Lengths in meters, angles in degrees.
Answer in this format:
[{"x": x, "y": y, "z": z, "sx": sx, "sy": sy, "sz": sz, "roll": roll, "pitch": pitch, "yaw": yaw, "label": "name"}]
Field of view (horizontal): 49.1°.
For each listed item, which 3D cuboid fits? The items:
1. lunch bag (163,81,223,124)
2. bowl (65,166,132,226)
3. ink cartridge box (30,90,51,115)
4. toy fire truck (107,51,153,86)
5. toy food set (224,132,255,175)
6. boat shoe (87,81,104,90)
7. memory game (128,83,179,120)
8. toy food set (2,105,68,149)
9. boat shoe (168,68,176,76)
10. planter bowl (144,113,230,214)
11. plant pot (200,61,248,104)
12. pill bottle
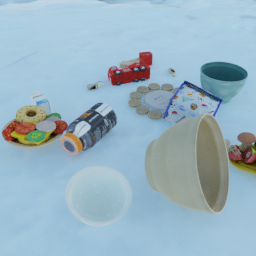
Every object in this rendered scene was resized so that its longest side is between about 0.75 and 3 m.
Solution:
[{"x": 2.677, "y": -0.934, "z": 11.095, "sx": 1.813, "sy": 1.321, "sz": 2.133, "roll": 30, "pitch": 42, "yaw": 13, "label": "lunch bag"}, {"x": -0.820, "y": 1.990, "z": 7.739, "sx": 1.797, "sy": 0.808, "sz": 1.797, "roll": 5, "pitch": 44, "yaw": -5, "label": "bowl"}, {"x": -3.620, "y": -0.939, "z": 11.637, "sx": 0.485, "sy": 0.833, "sz": 1.152, "roll": -20, "pitch": 42, "yaw": -24, "label": "ink cartridge box"}, {"x": 0.187, "y": -3.148, "z": 14.618, "sx": 2.893, "sy": 0.705, "sz": 2.040, "roll": -13, "pitch": 39, "yaw": -15, "label": "toy fire truck"}, {"x": 4.125, "y": 0.733, "z": 9.145, "sx": 2.493, "sy": 0.814, "sz": 1.466, "roll": 16, "pitch": 40, "yaw": 36, "label": "toy food set"}, {"x": -1.541, "y": -2.001, "z": 13.483, "sx": 0.849, "sy": 0.317, "sz": 0.291, "roll": -20, "pitch": 46, "yaw": -12, "label": "boat shoe"}, {"x": 1.507, "y": -1.225, "z": 12.510, "sx": 3.010, "sy": 0.192, "sz": 3.010, "roll": 1, "pitch": 38, "yaw": -1, "label": "memory game"}, {"x": -3.299, "y": -0.028, "z": 9.924, "sx": 2.176, "sy": 0.535, "sz": 2.199, "roll": 15, "pitch": 34, "yaw": 14, "label": "toy food set"}, {"x": 2.339, "y": -3.015, "z": 14.807, "sx": 0.294, "sy": 0.264, "sz": 0.814, "roll": -6, "pitch": 38, "yaw": -8, "label": "boat shoe"}, {"x": 1.608, "y": 1.022, "z": 7.976, "sx": 1.793, "sy": 2.664, "sz": 2.664, "roll": -9, "pitch": 29, "yaw": 35, "label": "planter bowl"}, {"x": 4.160, "y": -1.943, "z": 12.526, "sx": 2.008, "sy": 1.345, "sz": 2.008, "roll": 0, "pitch": 37, "yaw": 0, "label": "plant pot"}, {"x": -1.416, "y": 0.052, "z": 10.084, "sx": 1.151, "sy": 1.151, "sz": 2.167, "roll": 20, "pitch": 42, "yaw": 24, "label": "pill bottle"}]
